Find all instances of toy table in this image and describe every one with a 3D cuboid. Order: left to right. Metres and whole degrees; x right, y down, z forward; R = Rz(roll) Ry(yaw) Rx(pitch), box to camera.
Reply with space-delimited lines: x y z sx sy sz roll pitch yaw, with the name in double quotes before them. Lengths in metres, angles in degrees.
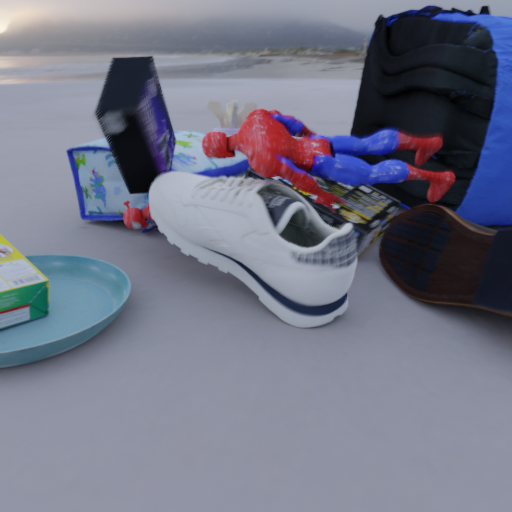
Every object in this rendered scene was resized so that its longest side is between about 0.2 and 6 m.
"toy table" -0.471 -2.673 10.893 0.983 0.626 1.069 -3 13 -22

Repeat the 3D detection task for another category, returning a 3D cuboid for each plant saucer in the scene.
"plant saucer" -2.983 0.649 6.983 2.811 0.385 2.811 0 22 0

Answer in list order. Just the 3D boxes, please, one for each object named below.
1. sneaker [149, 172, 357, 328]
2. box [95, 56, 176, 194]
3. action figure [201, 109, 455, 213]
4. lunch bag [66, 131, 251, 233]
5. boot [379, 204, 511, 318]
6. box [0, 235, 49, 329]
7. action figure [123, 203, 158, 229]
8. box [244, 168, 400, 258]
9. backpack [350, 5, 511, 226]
"sneaker" -0.126 -0.513 7.461 3.444 1.386 1.316 30 49 28
"box" -1.745 -1.926 8.437 0.666 1.689 1.192 -3 56 5
"action figure" 0.919 -1.264 7.334 3.331 0.861 1.090 5 63 -20
"lunch bag" -1.726 -1.529 10.652 2.731 1.740 2.322 2 19 33
"boot" 3.137 0.249 7.487 1.747 1.346 3.604 19 5 -21
"box" -3.877 0.151 7.123 1.454 0.599 2.478 -16 38 -42
"action figure" -0.767 -0.541 9.168 2.834 0.732 0.927 5 23 -29
"box" 1.163 -1.005 9.800 2.304 0.568 1.840 31 35 18
"backpack" 4.333 -2.767 10.873 4.039 3.911 4.813 -1 21 -10
